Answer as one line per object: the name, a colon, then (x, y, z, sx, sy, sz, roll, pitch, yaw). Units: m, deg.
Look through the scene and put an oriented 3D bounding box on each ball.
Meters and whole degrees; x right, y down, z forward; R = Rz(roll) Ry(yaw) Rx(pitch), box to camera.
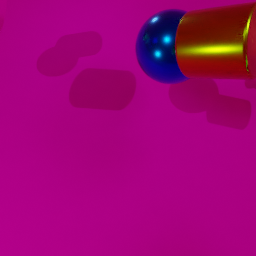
ball: (0.754, -1.398, 4.884, 1.259, 1.259, 1.259, 0, 62, 0)

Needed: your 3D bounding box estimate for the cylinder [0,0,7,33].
cylinder: (-2.284, -1.763, 3.372, 1.249, 1.249, 1.249, 6, 62, -9)

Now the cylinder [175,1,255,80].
cylinder: (1.171, -1.048, 3.481, 0.866, 0.866, 0.866, 10, 58, 39)
